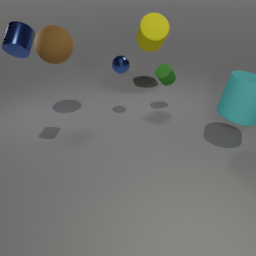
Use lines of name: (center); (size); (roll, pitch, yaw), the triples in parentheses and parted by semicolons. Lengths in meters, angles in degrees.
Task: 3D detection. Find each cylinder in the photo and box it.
cylinder: (1.182, -4.654, 13.735); (1.400, 1.400, 1.400); (-4, -6, -7)
cylinder: (3.850, -0.994, 9.260); (1.400, 1.400, 1.400); (11, 29, -6)
cylinder: (1.607, -2.263, 11.932); (0.700, 0.700, 0.700); (21, -9, 33)
cylinder: (-2.914, -2.343, 7.474); (0.700, 0.700, 0.700); (5, 73, 10)

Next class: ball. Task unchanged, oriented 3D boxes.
ball: (-0.278, -2.447, 10.833); (0.700, 0.700, 0.700); (0, 29, 0)
ball: (-2.757, -3.101, 10.460); (1.400, 1.400, 1.400); (0, 29, 0)
